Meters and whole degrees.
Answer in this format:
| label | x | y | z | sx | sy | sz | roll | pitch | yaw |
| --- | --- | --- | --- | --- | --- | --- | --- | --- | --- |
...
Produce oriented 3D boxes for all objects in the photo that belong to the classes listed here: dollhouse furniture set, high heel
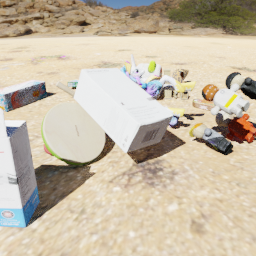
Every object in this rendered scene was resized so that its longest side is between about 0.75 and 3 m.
| label | x | y | z | sx | sy | sz | roll | pitch | yaw |
| --- | --- | --- | --- | --- | --- | --- | --- | --- | --- |
| dollhouse furniture set | 2.524 | -2.349 | 14.649 | 1.359 | 1.536 | 0.854 | 3 | 23 | 8 |
| high heel | 3.266 | -2.798 | 16.416 | 2.530 | 0.903 | 1.803 | -33 | 33 | -29 |

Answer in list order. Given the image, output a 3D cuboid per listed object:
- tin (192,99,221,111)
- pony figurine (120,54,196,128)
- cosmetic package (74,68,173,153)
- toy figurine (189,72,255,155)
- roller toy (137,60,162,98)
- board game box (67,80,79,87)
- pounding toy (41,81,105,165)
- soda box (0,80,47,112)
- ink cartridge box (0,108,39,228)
| label | x | y | z | sx | sy | sz | roll | pitch | yaw |
| --- | --- | --- | --- | --- | --- | --- | --- | --- | --- |
| tin | 3.773 | -1.099 | 13.333 | 1.486 | 0.311 | 0.832 | 18 | 25 | 36 |
| pony figurine | 0.782 | -1.141 | 10.934 | 2.904 | 2.803 | 2.418 | 22 | 28 | 3 |
| cosmetic package | -0.216 | -0.671 | 8.647 | 1.595 | 1.147 | 2.827 | -15 | 50 | -44 |
| toy figurine | 3.353 | -0.533 | 9.356 | 2.347 | 2.384 | 1.659 | -21 | 43 | -31 |
| roller toy | 1.008 | -2.400 | 14.513 | 1.359 | 1.945 | 1.774 | 5 | 0 | 12 |
| board game box | -2.365 | -2.661 | 16.714 | 2.119 | 0.309 | 1.426 | 2 | 14 | 6 |
| pounding toy | -1.879 | 0.102 | 9.129 | 2.038 | 1.225 | 2.641 | 22 | 53 | -24 |
| soda box | -5.316 | -1.661 | 13.883 | 0.944 | 0.878 | 2.762 | 11 | 26 | 24 |
| ink cartridge box | -2.936 | 0.712 | 5.941 | 1.578 | 2.720 | 0.923 | 2 | 23 | 4 |
